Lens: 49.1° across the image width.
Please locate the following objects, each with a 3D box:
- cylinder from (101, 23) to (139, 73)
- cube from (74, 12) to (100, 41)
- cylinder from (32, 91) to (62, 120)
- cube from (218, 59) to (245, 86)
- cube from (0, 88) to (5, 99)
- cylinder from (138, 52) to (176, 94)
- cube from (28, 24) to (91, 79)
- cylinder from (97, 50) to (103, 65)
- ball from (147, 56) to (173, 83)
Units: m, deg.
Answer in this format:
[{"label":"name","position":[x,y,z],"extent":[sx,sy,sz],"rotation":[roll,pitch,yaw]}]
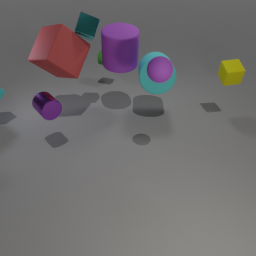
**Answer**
[{"label":"cylinder","position":[-0.298,-3.038,10.632],"extent":[1.400,1.400,1.400],"rotation":[1,44,-1]},{"label":"cube","position":[-1.494,-3.625,10.063],"extent":[0.700,0.700,0.700],"rotation":[17,3,-16]},{"label":"cylinder","position":[-2.552,-0.700,8.825],"extent":[0.700,0.700,0.700],"rotation":[-24,43,-31]},{"label":"cube","position":[3.985,-2.146,10.833],"extent":[0.700,0.700,0.700],"rotation":[-7,53,-3]},{"label":"cube","position":[-5.215,-1.347,10.501],"extent":[0.700,0.700,0.700],"rotation":[27,82,34]},{"label":"cylinder","position":[1.120,-2.195,11.083],"extent":[1.400,1.400,1.400],"rotation":[1,24,1]},{"label":"cube","position":[-2.498,-2.755,10.230],"extent":[1.400,1.400,1.400],"rotation":[13,-10,43]},{"label":"cylinder","position":[-1.047,-3.439,13.820],"extent":[0.700,0.700,0.700],"rotation":[14,36,17]},{"label":"ball","position":[0.845,-1.545,7.417],"extent":[0.700,0.700,0.700],"rotation":[0,33,0]}]
